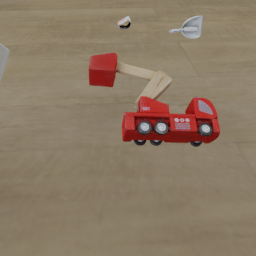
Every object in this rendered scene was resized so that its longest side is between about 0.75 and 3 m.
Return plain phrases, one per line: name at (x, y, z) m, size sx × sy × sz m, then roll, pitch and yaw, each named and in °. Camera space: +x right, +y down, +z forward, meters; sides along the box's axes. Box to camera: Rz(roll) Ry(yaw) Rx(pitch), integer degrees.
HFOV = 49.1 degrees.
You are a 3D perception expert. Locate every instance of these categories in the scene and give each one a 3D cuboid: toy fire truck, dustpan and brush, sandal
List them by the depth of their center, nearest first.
toy fire truck at (0.395, -0.476, 4.669) m, size 2.107 × 0.513 × 1.486 m, roll 1°, pitch 64°, yaw -6°
sandal at (-0.130, -3.648, 9.868) m, size 0.471 × 0.352 × 1.230 m, roll -23°, pitch 24°, yaw 15°
dustpan and brush at (2.185, -3.758, 10.615) m, size 1.248 × 0.871 × 0.357 m, roll 0°, pitch 46°, yaw 8°

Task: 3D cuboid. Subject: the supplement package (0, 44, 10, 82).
supplement package at (-2.996, -0.950, 4.044) m, size 1.419 × 1.430 × 1.884 m, roll 14°, pitch -3°, yaw 6°
